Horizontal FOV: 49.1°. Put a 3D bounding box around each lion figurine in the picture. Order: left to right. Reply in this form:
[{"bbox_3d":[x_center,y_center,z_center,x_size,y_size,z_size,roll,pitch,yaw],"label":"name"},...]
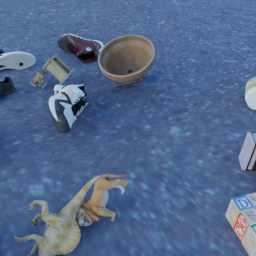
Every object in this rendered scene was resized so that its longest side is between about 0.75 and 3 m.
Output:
[{"bbox_3d":[-0.609,1.531,6.236,0.919,1.500,0.544,21,-1,2],"label":"lion figurine"}]

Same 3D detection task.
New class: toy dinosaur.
[{"bbox_3d":[-1.512,2.035,5.919,1.226,0.706,2.425,18,60,15],"label":"toy dinosaur"}]

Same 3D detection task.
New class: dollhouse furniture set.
[{"bbox_3d":[-2.928,-2.042,10.921,0.930,1.320,0.925,43,27,-15],"label":"dollhouse furniture set"}]

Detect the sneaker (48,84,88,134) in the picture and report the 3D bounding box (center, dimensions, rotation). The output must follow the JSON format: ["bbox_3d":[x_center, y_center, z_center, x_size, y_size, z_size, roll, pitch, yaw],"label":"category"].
[{"bbox_3d":[-1.861,-0.780,8.997,1.090,1.004,2.724,-10,34,-2],"label":"sneaker"}]

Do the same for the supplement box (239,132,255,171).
[{"bbox_3d":[3.980,0.694,7.388,1.775,0.966,0.540,6,39,6],"label":"supplement box"}]

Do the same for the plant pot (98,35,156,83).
[{"bbox_3d":[0.021,-2.418,10.509,2.124,0.980,2.124,-6,58,10],"label":"plant pot"}]

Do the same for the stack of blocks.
[{"bbox_3d":[3.531,1.984,5.976,2.359,0.691,1.358,-9,39,-11],"label":"stack of blocks"}]

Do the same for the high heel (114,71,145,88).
[{"bbox_3d":[-0.109,-2.368,11.469,1.268,0.635,1.778,-13,54,-9],"label":"high heel"}]

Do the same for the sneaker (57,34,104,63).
[{"bbox_3d":[-2.363,-3.644,12.947,2.371,0.897,1.370,10,42,10],"label":"sneaker"}]

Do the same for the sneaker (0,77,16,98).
[{"bbox_3d":[-4.829,-1.391,10.259,0.564,0.674,1.485,18,43,18],"label":"sneaker"}]

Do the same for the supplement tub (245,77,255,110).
[{"bbox_3d":[4.601,-1.232,9.940,0.817,0.817,1.131,13,41,16],"label":"supplement tub"}]

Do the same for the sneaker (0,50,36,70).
[{"bbox_3d":[-5.244,-3.128,12.320,2.221,0.811,1.242,-11,41,-12],"label":"sneaker"}]
